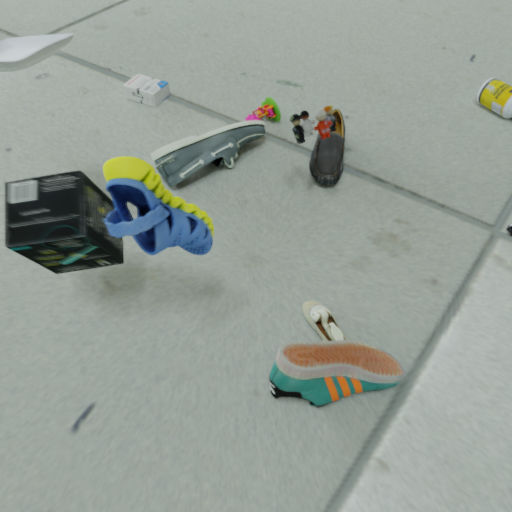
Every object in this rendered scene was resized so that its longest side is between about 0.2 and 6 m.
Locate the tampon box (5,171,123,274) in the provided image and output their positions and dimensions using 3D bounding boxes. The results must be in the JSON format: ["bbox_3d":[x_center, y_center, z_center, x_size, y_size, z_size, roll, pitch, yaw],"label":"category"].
[{"bbox_3d":[-2.905,-0.461,8.659,1.213,1.619,1.022,-8,74,4],"label":"tampon box"}]

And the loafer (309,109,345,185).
[{"bbox_3d":[1.760,-2.655,13.611,0.848,0.842,2.329,5,48,4],"label":"loafer"}]

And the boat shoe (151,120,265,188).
[{"bbox_3d":[-1.006,-2.506,13.628,3.127,1.138,0.966,-24,95,-29],"label":"boat shoe"}]

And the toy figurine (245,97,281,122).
[{"bbox_3d":[0.061,-3.722,14.865,0.852,0.695,0.926,-32,32,-15],"label":"toy figurine"}]

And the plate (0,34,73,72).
[{"bbox_3d":[-3.763,-3.134,8.712,1.424,0.231,1.427,4,37,20],"label":"plate"}]

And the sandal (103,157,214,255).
[{"bbox_3d":[-1.371,-0.431,7.738,0.884,2.224,0.968,-4,67,31],"label":"sandal"}]

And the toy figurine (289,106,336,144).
[{"bbox_3d":[1.153,-2.667,11.226,0.834,0.580,0.821,-5,24,29],"label":"toy figurine"}]

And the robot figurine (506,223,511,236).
[{"bbox_3d":[5.633,-0.607,12.082,0.349,0.290,0.465,35,56,20],"label":"robot figurine"}]

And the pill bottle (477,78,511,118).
[{"bbox_3d":[6.731,-4.188,15.108,0.757,0.757,1.351,-27,52,-23],"label":"pill bottle"}]

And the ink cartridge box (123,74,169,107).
[{"bbox_3d":[-3.087,-4.661,15.767,1.041,0.439,0.760,21,50,19],"label":"ink cartridge box"}]

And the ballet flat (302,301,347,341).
[{"bbox_3d":[1.318,1.263,10.204,0.502,0.464,1.488,-19,50,-17],"label":"ballet flat"}]

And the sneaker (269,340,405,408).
[{"bbox_3d":[1.311,2.001,9.348,2.382,0.952,0.850,8,34,-20],"label":"sneaker"}]
